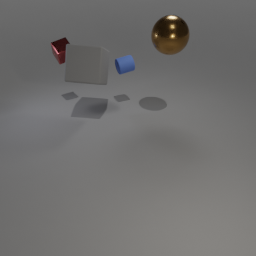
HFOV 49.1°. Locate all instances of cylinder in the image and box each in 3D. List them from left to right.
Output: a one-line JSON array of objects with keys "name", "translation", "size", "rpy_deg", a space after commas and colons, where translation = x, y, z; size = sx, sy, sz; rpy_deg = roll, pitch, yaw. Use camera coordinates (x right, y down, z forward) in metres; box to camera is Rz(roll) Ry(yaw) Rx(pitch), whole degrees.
[{"name": "cylinder", "translation": [-0.139, -2.794, 12.376], "size": [0.700, 0.700, 0.700], "rpy_deg": [-19, 35, -13]}]

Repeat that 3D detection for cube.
[{"name": "cube", "translation": [-2.795, -3.294, 11.975], "size": [0.700, 0.700, 0.700], "rpy_deg": [-28, 70, -18]}, {"name": "cube", "translation": [-1.590, -2.474, 11.109], "size": [1.400, 1.400, 1.400], "rpy_deg": [6, 9, 7]}]

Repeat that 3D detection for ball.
[{"name": "ball", "translation": [1.554, -3.407, 10.309], "size": [1.400, 1.400, 1.400], "rpy_deg": [0, 31, 0]}]
